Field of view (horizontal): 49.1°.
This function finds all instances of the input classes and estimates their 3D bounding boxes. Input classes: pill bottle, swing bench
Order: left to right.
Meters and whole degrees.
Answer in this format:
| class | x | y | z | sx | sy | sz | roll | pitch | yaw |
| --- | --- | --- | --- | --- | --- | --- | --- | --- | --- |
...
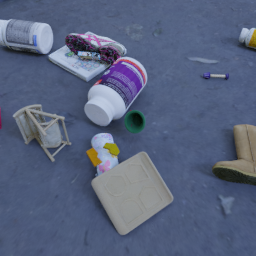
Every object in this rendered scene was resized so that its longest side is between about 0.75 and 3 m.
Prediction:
| class | x | y | z | sx | sy | sz | roll | pitch | yaw |
| --- | --- | --- | --- | --- | --- | --- | --- | --- | --- |
| pill bottle | -5.388 | -4.735 | 14.398 | 2.665 | 1.516 | 1.516 | 11 | 50 | 9 |
| swing bench | -3.089 | 0.104 | 10.198 | 1.598 | 1.590 | 1.037 | 28 | 55 | 21 |
| pill bottle | -0.511 | -1.499 | 11.513 | 1.667 | 1.667 | 2.965 | 22 | 53 | 18 |
| pill bottle | 6.791 | -4.668 | 14.696 | 1.731 | 0.976 | 0.976 | 22 | 53 | 19 |

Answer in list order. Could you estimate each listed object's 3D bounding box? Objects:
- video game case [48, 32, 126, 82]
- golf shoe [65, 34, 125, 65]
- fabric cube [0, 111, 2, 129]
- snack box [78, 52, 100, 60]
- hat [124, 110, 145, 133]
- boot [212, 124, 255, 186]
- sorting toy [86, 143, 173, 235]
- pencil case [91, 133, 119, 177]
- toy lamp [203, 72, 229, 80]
| class | x | y | z | sx | sy | sz | roll | pitch | yaw |
| --- | --- | --- | --- | --- | --- | --- | --- | --- | --- |
| video game case | -2.039 | -3.753 | 14.315 | 2.714 | 0.353 | 2.981 | 31 | 56 | 24 |
| golf shoe | -1.596 | -3.957 | 13.668 | 2.933 | 1.065 | 1.350 | 19 | 41 | 4 |
| fabric cube | -5.857 | -0.649 | 11.090 | 1.255 | 1.232 | 1.251 | -14 | 52 | -12 |
| snack box | -1.520 | -2.838 | 11.001 | 0.799 | 0.464 | 0.148 | 5 | 89 | 1 |
| hat | 0.358 | -0.287 | 10.579 | 0.807 | 0.858 | 0.974 | -7 | 88 | 17 |
| boot | 4.015 | 0.848 | 10.152 | 2.041 | 0.771 | 2.331 | 16 | 51 | -4 |
| sorting toy | -0.079 | 1.673 | 9.078 | 2.087 | 0.375 | 2.801 | -28 | 80 | -20 |
| pencil case | -0.795 | 1.103 | 9.871 | 0.801 | 0.874 | 1.926 | 24 | 38 | -37 |
| toy lamp | 4.155 | -2.474 | 13.253 | 1.144 | 0.333 | 0.333 | 2 | 49 | 0 |
